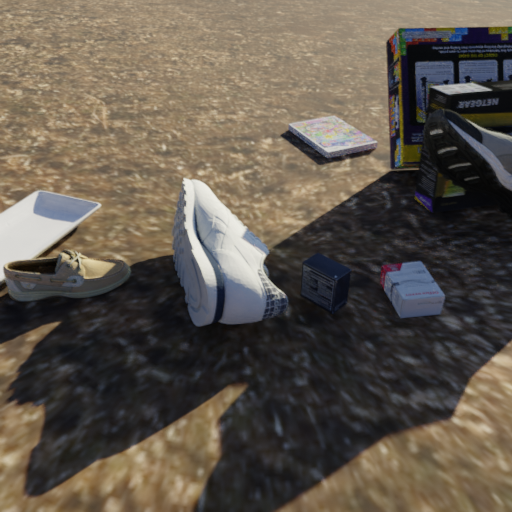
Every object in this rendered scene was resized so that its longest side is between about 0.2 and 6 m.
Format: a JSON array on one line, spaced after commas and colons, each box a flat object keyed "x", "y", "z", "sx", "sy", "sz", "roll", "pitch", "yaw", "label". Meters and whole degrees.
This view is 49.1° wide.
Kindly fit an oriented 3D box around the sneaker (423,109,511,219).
[{"x": 4.280, "y": -1.664, "z": 9.732, "sx": 3.285, "sy": 1.302, "sz": 1.214, "roll": 27, "pitch": -6, "yaw": -18, "label": "sneaker"}]

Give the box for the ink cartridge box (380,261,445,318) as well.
[{"x": 2.361, "y": 0.510, "z": 8.536, "sx": 0.662, "sy": 0.380, "sz": 0.912, "roll": -5, "pitch": 35, "yaw": -7, "label": "ink cartridge box"}]

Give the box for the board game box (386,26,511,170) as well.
[{"x": 4.602, "y": -3.351, "z": 12.004, "sx": 3.430, "sy": 2.835, "sz": 0.973, "roll": -2, "pitch": 4, "yaw": -4, "label": "board game box"}]

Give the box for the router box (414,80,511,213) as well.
[{"x": 4.591, "y": -2.137, "z": 10.705, "sx": 2.863, "sy": 2.251, "sz": 0.748, "roll": -9, "pitch": 30, "yaw": -13, "label": "router box"}]

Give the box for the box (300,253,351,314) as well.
[{"x": 1.046, "y": 0.406, "z": 8.454, "sx": 0.655, "sy": 0.650, "sz": 0.404, "roll": 29, "pitch": 44, "yaw": 34, "label": "box"}]

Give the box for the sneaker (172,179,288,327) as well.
[{"x": -0.567, "y": -0.115, "z": 8.933, "sx": 1.320, "sy": 1.252, "sz": 3.279, "roll": -2, "pitch": 40, "yaw": -17, "label": "sneaker"}]

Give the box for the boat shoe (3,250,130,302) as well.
[{"x": -2.925, "y": 0.249, "z": 8.715, "sx": 1.873, "sy": 0.608, "sz": 0.676, "roll": -6, "pitch": 35, "yaw": -9, "label": "boat shoe"}]

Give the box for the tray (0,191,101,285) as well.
[{"x": -4.130, "y": -0.299, "z": 9.785, "sx": 1.519, "sy": 0.314, "sz": 2.829, "roll": 14, "pitch": 37, "yaw": 18, "label": "tray"}]

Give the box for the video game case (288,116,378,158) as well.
[{"x": 1.853, "y": -2.963, "z": 13.798, "sx": 1.397, "sy": 0.176, "sz": 1.951, "roll": -15, "pitch": 37, "yaw": -21, "label": "video game case"}]
